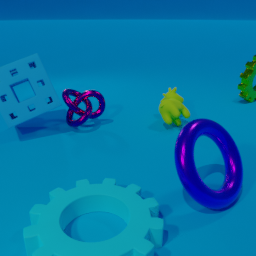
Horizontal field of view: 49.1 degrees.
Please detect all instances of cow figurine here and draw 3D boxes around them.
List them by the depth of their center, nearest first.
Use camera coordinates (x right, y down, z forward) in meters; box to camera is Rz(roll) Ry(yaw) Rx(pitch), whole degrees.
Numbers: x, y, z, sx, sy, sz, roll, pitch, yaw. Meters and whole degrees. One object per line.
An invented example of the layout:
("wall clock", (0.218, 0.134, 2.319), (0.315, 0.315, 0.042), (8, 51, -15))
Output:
("cow figurine", (1.121, -0.602, 7.302), (1.129, 0.620, 1.111), (3, 50, -51))

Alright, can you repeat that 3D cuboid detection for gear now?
("gear", (-0.429, 1.292, 3.726), (1.756, 0.325, 1.756), (0, 23, 0))
("gear", (4.118, -1.588, 8.948), (1.507, 1.507, 0.279), (-15, 32, -31))

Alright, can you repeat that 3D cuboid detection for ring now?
("ring", (1.287, 0.530, 4.364), (1.418, 1.418, 0.284), (-19, -4, -38))

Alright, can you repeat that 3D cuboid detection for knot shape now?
("knot shape", (-1.180, -0.479, 6.991), (1.118, 0.517, 1.046), (18, 65, -1))

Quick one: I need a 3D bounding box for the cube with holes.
("cube with holes", (-2.503, -0.885, 6.721), (1.257, 1.257, 1.257), (-26, 14, -15))
